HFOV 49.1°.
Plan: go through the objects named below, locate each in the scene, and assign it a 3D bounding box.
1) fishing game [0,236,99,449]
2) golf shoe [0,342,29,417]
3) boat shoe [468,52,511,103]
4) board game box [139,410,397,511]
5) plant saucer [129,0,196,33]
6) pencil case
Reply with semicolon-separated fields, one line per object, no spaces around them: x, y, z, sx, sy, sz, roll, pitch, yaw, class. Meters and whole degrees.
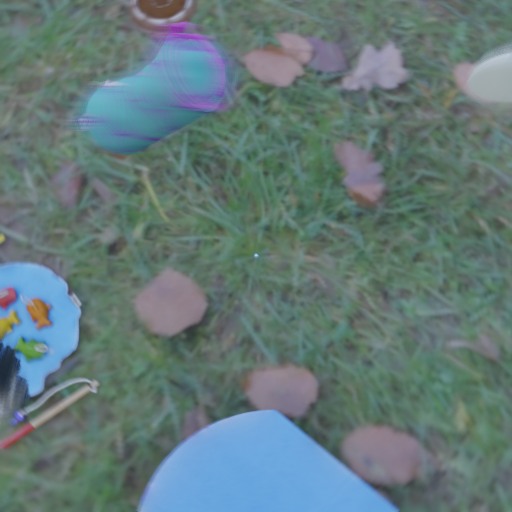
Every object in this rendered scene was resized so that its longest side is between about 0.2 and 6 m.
-3.879;1.146;8.735;2.297;0.499;3.208;-32;71;-10;fishing game
-3.703;1.303;5.430;1.310;2.773;1.078;-44;45;13;golf shoe
4.014;-2.639;7.766;1.964;0.685;0.699;-4;32;30;boat shoe
0.312;3.847;7.316;3.784;0.737;2.990;39;95;5;board game box
-1.948;-5.224;11.601;1.402;0.225;1.402;0;68;0;plant saucer
-1.214;-1.798;6.396;0.852;2.003;0.926;-32;105;-40;pencil case
